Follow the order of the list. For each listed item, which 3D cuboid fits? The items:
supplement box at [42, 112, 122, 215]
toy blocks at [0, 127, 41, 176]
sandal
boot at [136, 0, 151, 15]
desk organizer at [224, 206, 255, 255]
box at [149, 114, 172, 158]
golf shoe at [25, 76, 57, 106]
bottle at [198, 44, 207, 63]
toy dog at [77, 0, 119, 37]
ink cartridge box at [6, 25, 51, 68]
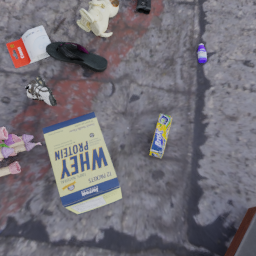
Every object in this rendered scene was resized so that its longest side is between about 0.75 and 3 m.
[{"bbox_3d":[-1.389,1.266,9.173,1.677,2.496,2.498,-19,69,-7],"label":"supplement box"},{"bbox_3d":[-4.221,0.406,9.889,1.720,1.909,2.043,-17,66,-4],"label":"toy blocks"},{"bbox_3d":[-2.117,-3.167,11.775,2.672,0.639,1.004,17,58,-2],"label":"sandal"},{"bbox_3d":[0.500,-6.109,13.269,1.225,0.488,1.487,3,73,3],"label":"boot"},{"bbox_3d":[3.893,3.821,8.954,0.936,1.005,2.610,33,72,12],"label":"desk organizer"},{"bbox_3d":[1.242,0.299,10.615,0.508,0.553,1.580,14,68,6],"label":"box"},{"bbox_3d":[-3.412,-1.277,10.936,0.889,0.732,1.882,-31,46,-16],"label":"golf shoe"},{"bbox_3d":[3.215,-3.262,12.193,0.361,0.282,0.864,2,68,1],"label":"bottle"},{"bbox_3d":[-1.139,-5.123,12.460,1.740,1.252,1.795,35,71,1],"label":"toy dog"},{"bbox_3d":[-4.305,-3.568,12.234,1.807,0.427,1.446,-23,71,-11],"label":"ink cartridge box"}]
